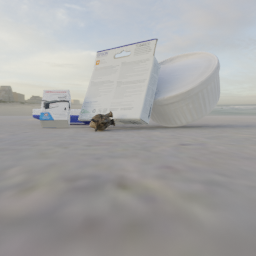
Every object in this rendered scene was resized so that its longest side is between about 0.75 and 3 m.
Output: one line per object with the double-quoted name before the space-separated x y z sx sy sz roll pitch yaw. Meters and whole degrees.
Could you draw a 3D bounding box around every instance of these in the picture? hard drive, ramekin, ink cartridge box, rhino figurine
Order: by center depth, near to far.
"rhino figurine" -0.661 -0.153 7.075 0.635 0.434 1.452 -15 5 -3
"ink cartridge box" -2.185 -0.599 8.508 0.820 1.134 0.478 -1 -31 -6
"ink cartridge box" -0.238 -1.322 8.540 2.511 2.516 0.511 1 -18 39
"ramekin" 1.655 -1.227 9.066 2.832 1.319 2.832 -20 31 13
"hard drive" -2.114 -0.451 11.153 2.747 0.348 1.812 1 -5 2
